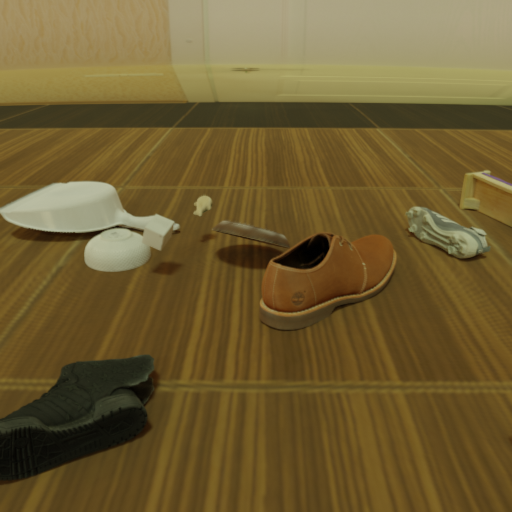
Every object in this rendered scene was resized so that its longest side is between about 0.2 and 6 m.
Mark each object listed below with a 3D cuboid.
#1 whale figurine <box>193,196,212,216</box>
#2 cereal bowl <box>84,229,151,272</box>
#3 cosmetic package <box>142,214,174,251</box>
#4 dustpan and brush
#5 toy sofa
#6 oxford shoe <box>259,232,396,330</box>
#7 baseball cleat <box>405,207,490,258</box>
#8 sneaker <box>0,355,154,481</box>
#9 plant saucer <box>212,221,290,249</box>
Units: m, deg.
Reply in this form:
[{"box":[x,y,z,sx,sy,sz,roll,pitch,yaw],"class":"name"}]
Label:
[{"box":[-1.071,-0.970,11.254,0.379,0.247,0.477,15,61,19],"class":"whale figurine"},{"box":[-2.687,-0.178,10.824,1.258,0.524,1.258,0,25,0],"class":"cereal bowl"},{"box":[-1.716,-0.415,9.830,0.377,0.379,0.453,24,40,3],"class":"cosmetic package"},{"box":[-3.388,-0.952,12.317,3.490,0.999,2.436,-1,22,14],"class":"dustpan and brush"},{"box":[5.752,-1.221,12.673,1.073,0.911,2.199,-9,26,-16],"class":"toy sofa"},{"box":[1.395,0.096,9.435,1.201,1.200,3.367,18,28,37],"class":"oxford shoe"},{"box":[3.943,-0.465,11.492,1.003,0.657,1.885,-3,32,-26],"class":"baseball cleat"},{"box":[-2.142,1.733,6.430,2.276,0.684,1.187,-7,25,-28],"class":"sneaker"},{"box":[-0.073,-0.419,10.638,1.525,0.245,1.525,14,-1,0],"class":"plant saucer"}]
